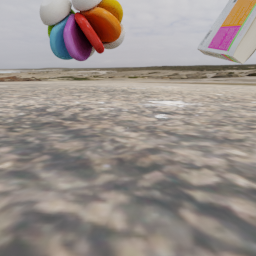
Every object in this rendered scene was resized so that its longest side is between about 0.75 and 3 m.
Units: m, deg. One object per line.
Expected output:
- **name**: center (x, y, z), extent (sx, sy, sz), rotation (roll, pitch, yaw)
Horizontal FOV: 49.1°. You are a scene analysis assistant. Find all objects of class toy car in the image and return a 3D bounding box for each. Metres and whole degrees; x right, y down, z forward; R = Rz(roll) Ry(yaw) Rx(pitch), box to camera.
- **toy car**: center (-1.515, -3.281, 9.579), extent (2.858, 2.143, 2.502), rotation (-14, -34, 19)

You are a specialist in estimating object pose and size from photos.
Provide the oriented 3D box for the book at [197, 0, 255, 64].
- **book**: center (3.173, -2.987, 8.248), extent (0.714, 1.984, 2.970), rotation (31, 15, -14)
